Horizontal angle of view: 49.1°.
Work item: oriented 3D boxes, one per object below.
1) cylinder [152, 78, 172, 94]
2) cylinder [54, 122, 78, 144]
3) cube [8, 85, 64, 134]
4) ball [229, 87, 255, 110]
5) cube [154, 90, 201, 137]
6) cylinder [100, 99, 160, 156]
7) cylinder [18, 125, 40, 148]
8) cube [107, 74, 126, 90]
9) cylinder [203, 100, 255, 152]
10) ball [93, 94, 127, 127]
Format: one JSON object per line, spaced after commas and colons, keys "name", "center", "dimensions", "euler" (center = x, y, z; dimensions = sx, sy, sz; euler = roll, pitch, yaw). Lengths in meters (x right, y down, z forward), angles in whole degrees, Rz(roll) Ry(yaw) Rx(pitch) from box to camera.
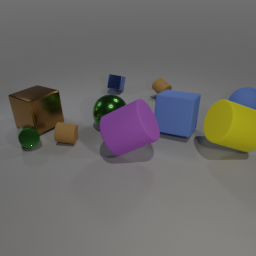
{"name": "cylinder", "center": [1.619, -1.941, 13.445], "dimensions": [0.700, 0.700, 0.700], "euler": [-22, 56, -34]}
{"name": "cylinder", "center": [-2.210, 0.179, 10.045], "dimensions": [0.700, 0.700, 0.700], "euler": [7, 29, 1]}
{"name": "cube", "center": [-3.591, -0.751, 11.083], "dimensions": [1.400, 1.400, 1.400], "euler": [17, 33, 34]}
{"name": "ball", "center": [4.596, -0.880, 10.867], "dimensions": [1.400, 1.400, 1.400], "euler": [0, 29, 0]}
{"name": "cube", "center": [1.862, -0.600, 10.608], "dimensions": [1.400, 1.400, 1.400], "euler": [11, 18, 20]}
{"name": "cylinder", "center": [0.064, -0.007, 8.794], "dimensions": [1.400, 1.400, 1.400], "euler": [-24, 21, 23]}
{"name": "cylinder", "center": [-3.503, 0.289, 9.867], "dimensions": [0.700, 0.700, 0.700], "euler": [-12, 15, -21]}
{"name": "cube", "center": [-0.589, -2.328, 14.324], "dimensions": [0.700, 0.700, 0.700], "euler": [12, 9, 14]}
{"name": "cylinder", "center": [3.408, -0.061, 8.983], "dimensions": [1.400, 1.400, 1.400], "euler": [15, 24, -21]}
{"name": "ball", "center": [-0.678, -0.608, 10.905], "dimensions": [1.400, 1.400, 1.400], "euler": [0, 29, 0]}
